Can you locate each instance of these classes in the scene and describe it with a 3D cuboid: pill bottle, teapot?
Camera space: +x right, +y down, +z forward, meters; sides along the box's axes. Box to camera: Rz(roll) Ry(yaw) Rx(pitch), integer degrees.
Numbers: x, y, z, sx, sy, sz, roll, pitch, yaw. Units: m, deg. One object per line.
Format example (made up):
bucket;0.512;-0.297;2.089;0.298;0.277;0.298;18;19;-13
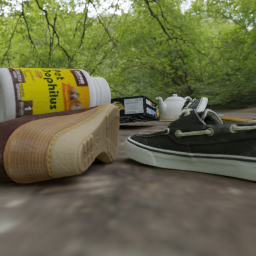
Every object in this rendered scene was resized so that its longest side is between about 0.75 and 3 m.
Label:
pill bottle;-1.567;-0.650;6.056;2.285;1.248;1.248;-7;7;-34
teapot;2.609;-1.123;15.367;1.948;1.441;1.973;1;3;13

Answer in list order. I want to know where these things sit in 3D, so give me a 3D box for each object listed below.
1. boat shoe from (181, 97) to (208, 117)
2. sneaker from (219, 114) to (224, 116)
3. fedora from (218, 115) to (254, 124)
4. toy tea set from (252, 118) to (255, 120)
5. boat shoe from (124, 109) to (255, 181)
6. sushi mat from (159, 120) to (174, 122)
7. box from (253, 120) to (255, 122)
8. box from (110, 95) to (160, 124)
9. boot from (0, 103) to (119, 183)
boat shoe;2.450;-0.746;10.504;0.791;0.878;2.484;22;20;12
sneaker;3.173;-0.252;10.673;0.501;0.434;1.157;-10;1;-36
fedora;2.087;-0.011;5.982;1.193;0.487;1.193;8;3;0
toy tea set;5.846;-0.473;11.402;1.077;0.671;1.812;0;4;-3
boat shoe;0.794;0.112;2.992;1.988;0.633;0.703;3;5;38
sushi mat;2.102;-0.364;14.248;1.244;0.075;0.595;3;5;39
box;3.866;-0.057;8.004;0.364;0.303;0.886;-1;4;-10
box;-0.204;-0.546;9.780;2.255;0.653;2.838;-4;-3;16
boot;-0.985;0.070;3.088;1.609;0.700;1.934;2;7;11
